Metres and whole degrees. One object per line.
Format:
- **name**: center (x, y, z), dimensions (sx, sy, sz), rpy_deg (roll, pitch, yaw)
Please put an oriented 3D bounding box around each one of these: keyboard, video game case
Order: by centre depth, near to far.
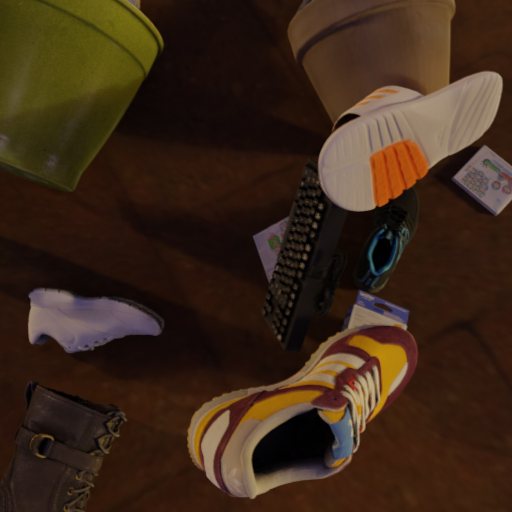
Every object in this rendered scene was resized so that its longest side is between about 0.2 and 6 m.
- **keyboard**: center (0.677, 0.086, 7.704), dimensions (0.328, 2.557, 1.535), rpy_deg (1, 27, -29)
- **video game case**: center (3.963, -1.288, 9.495), dimensions (0.956, 0.113, 0.870), rpy_deg (43, 78, 11)

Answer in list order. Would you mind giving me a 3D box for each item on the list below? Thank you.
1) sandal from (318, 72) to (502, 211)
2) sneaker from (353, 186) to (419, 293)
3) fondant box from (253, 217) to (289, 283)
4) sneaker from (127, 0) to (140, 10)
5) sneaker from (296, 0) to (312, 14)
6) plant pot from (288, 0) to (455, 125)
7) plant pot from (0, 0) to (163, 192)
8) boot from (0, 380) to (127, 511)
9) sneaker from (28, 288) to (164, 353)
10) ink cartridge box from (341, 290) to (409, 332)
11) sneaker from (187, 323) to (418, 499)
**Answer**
- **sandal**: center (1.885, -1.622, 7.323), dimensions (3.294, 1.262, 0.944), rpy_deg (-27, 42, -28)
- **sneaker**: center (2.161, -0.364, 8.857), dimensions (0.720, 0.806, 1.967), rpy_deg (21, 74, 6)
- **fondant box**: center (0.513, 0.050, 8.687), dimensions (0.827, 0.334, 1.146), rpy_deg (-27, 77, 35)
- **sneaker**: center (-2.605, -4.911, 10.224), dimensions (0.906, 0.818, 2.212), rpy_deg (-1, 73, -5)
- **sneaker**: center (1.177, -4.910, 10.346), dimensions (0.925, 0.786, 2.113), rpy_deg (32, 65, 20)
- **plant pot**: center (2.029, -2.860, 8.939), dimensions (2.593, 2.593, 2.250), rpy_deg (-14, 90, -4)
- **plant pot**: center (-3.288, -2.580, 8.693), dimensions (2.876, 2.876, 2.769), rpy_deg (19, 85, 6)
- **boot**: center (-2.462, 3.239, 7.682), dimensions (2.816, 0.975, 2.452), rpy_deg (23, 75, 9)
- **sneaker**: center (-2.449, 1.049, 8.537), dimensions (2.154, 0.802, 0.938), rpy_deg (5, 81, 10)
- **ink cartridge box**: center (1.680, 1.361, 8.313), dimensions (0.901, 0.317, 1.510), rpy_deg (22, 70, -5)
- **sneaker**: center (0.942, 1.843, 6.671), dimensions (3.377, 1.522, 1.266), rpy_deg (-23, 101, -25)
